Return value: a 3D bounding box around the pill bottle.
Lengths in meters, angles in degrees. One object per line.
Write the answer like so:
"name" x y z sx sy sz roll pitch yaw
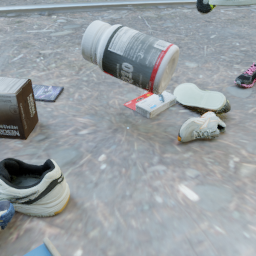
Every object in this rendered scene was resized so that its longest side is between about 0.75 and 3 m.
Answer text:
"pill bottle" 0.035 -1.867 7.290 2.304 1.312 1.312 25 41 15

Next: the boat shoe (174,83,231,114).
"boat shoe" 2.408 -0.945 9.307 0.644 0.770 2.155 26 1 -39

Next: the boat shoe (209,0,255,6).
"boat shoe" 2.658 -2.722 4.959 2.519 0.759 0.898 -12 34 -3

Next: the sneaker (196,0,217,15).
"sneaker" 2.480 -3.984 7.815 0.705 1.870 0.715 25 0 15

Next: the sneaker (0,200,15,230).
"sneaker" -3.585 1.639 4.866 2.955 1.139 1.259 -13 64 -21

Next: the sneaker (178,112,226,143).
"sneaker" 2.144 0.059 7.943 1.654 0.626 0.761 -24 46 -28

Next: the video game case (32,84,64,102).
"video game case" -3.199 -1.290 10.251 1.436 0.136 1.026 6 36 7

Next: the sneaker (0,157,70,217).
"sneaker" -2.698 1.135 5.834 2.858 1.253 1.081 -4 37 -3

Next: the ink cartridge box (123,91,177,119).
"ink cartridge box" 0.744 -0.931 9.582 1.240 0.315 1.408 30 45 34

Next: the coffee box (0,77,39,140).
"coffee box" -4.121 -0.631 8.135 2.620 1.498 1.044 5 34 5

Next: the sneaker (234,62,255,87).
"sneaker" 4.825 -2.175 10.888 1.809 0.863 0.715 -26 45 -30

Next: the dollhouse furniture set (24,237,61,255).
"dollhouse furniture set" -1.495 1.966 3.467 1.697 2.601 2.455 -26 43 -31
